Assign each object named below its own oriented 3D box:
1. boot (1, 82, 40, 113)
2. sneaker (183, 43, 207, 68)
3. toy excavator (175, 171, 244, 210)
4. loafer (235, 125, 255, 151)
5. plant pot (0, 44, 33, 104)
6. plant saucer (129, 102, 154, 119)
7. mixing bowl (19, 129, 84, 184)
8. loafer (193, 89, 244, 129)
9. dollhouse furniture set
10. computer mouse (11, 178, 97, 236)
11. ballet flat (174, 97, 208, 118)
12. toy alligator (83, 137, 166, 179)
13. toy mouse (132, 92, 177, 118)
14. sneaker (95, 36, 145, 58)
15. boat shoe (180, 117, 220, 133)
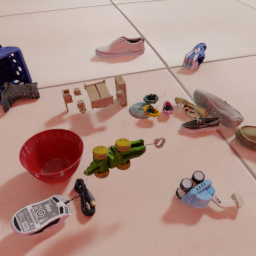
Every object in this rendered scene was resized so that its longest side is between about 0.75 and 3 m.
[{"bbox_3d":[-4.877,-1.476,12.840,1.614,0.642,1.853,1,55,-17],"label":"boot"},{"bbox_3d":[3.891,-3.957,15.509,0.909,0.817,2.211,29,55,23],"label":"sneaker"},{"bbox_3d":[2.560,2.152,8.832,1.585,0.814,1.630,-26,61,-24],"label":"toy excavator"},{"bbox_3d":[5.562,0.369,10.529,2.878,0.971,1.094,13,44,14],"label":"loafer"},{"bbox_3d":[-6.070,-2.648,13.109,1.886,2.097,2.097,25,49,31],"label":"plant pot"},{"bbox_3d":[0.629,-0.864,12.465,1.190,0.229,1.190,0,43,0],"label":"plant saucer"},{"bbox_3d":[-2.507,1.125,9.575,2.097,1.136,2.097,0,41,0],"label":"mixing bowl"},{"bbox_3d":[3.851,-0.897,12.094,0.865,0.867,2.480,-23,54,-30],"label":"loafer"},{"bbox_3d":[-1.341,-1.157,12.158,2.706,1.198,1.402,-16,44,-11],"label":"dollhouse furniture set"},{"bbox_3d":[-2.243,2.520,8.517,2.509,0.550,1.376,-19,50,-28],"label":"computer mouse"},{"bbox_3d":[2.641,-0.850,12.239,1.687,0.596,0.596,29,50,28],"label":"ballet flat"},{"bbox_3d":[-0.137,0.694,8.094,2.682,0.889,0.644,-17,36,-27],"label":"toy alligator"},{"bbox_3d":[1.335,-0.991,12.353,1.958,0.379,1.740,22,46,8],"label":"toy mouse"},{"bbox_3d":[-0.458,-4.779,16.177,2.959,1.048,1.081,-9,43,-10],"label":"sneaker"},{"bbox_3d":[2.950,-0.210,11.508,1.646,0.524,0.582,-6,42,-7],"label":"boat shoe"}]
